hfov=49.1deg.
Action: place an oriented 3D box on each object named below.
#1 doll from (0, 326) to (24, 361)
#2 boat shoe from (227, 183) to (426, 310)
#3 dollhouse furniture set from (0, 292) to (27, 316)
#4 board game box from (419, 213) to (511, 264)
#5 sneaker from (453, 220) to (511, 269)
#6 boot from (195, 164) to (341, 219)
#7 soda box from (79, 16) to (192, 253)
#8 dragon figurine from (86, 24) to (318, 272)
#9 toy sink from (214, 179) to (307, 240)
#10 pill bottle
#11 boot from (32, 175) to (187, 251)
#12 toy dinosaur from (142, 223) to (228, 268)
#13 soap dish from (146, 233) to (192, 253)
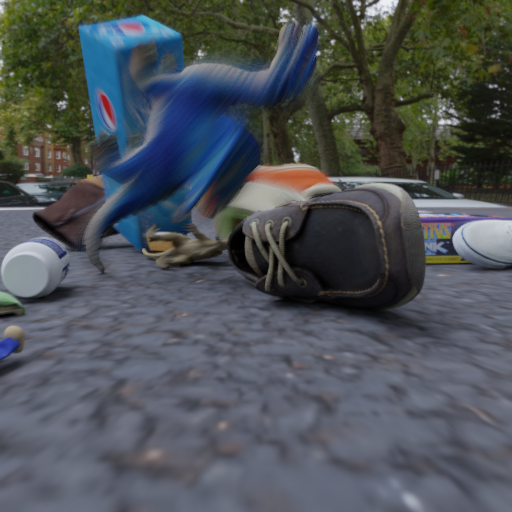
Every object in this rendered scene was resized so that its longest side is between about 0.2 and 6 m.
[{"bbox_3d":[-1.759,0.630,3.231,0.607,0.216,0.890,9,14,9],"label":"doll"},{"bbox_3d":[0.474,0.023,5.508,1.162,1.181,3.170,-12,1,-16],"label":"boat shoe"},{"bbox_3d":[-2.971,0.223,4.691,0.910,0.703,1.821,7,9,43],"label":"dollhouse furniture set"},{"bbox_3d":[2.786,-0.345,9.585,2.653,0.752,2.193,-1,5,-5],"label":"board game box"},{"bbox_3d":[3.897,-0.304,8.067,2.156,0.787,0.763,-1,-31,-16],"label":"sneaker"},{"bbox_3d":[0.258,-1.018,9.734,2.538,0.952,1.361,-12,30,-19],"label":"boot"},{"bbox_3d":[-1.956,-1.970,9.578,1.181,3.682,1.249,-25,45,-30],"label":"soda box"},{"bbox_3d":[-0.734,-1.196,6.773,2.018,4.058,1.194,30,8,10],"label":"dragon figurine"},{"bbox_3d":[0.058,-0.568,8.844,1.346,0.877,0.754,23,48,21],"label":"toy sink"},{"bbox_3d":[-2.362,0.131,5.995,0.594,0.594,1.070,-1,7,-11],"label":"pill bottle"},{"bbox_3d":[-2.886,-0.577,11.296,2.500,0.905,2.080,33,42,8],"label":"boot"},{"bbox_3d":[-1.110,-0.059,8.531,2.343,0.682,1.185,-10,-13,28],"label":"toy dinosaur"},{"bbox_3d":[-1.364,-0.170,9.306,0.614,0.317,0.781,3,-8,24],"label":"soap dish"}]
